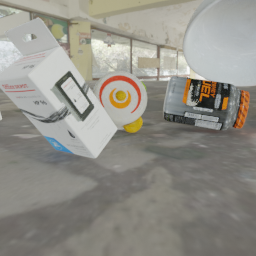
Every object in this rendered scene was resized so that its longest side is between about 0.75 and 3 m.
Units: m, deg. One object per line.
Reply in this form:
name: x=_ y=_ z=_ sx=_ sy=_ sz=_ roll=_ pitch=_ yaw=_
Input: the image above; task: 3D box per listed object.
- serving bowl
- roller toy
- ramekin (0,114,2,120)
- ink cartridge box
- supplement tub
serving bowl: x=2.590 y=-2.062 z=5.918 sx=2.810 sy=0.924 sz=2.810 roll=6 pitch=-26 yaw=3
roller toy: x=-0.224 y=-0.640 z=6.741 sx=1.294 sy=1.419 sz=0.991 roll=12 pitch=-11 yaw=-6
ramekin: x=-4.451 y=-1.455 z=7.243 sx=1.459 sy=2.992 sz=2.992 roll=-18 pitch=18 yaw=-23
ink cartridge box: x=-1.200 y=-0.501 z=4.303 sx=1.183 sy=2.039 sz=0.692 roll=4 pitch=48 yaw=44
supplement tub: x=1.829 y=-0.576 z=6.694 sx=1.835 sy=1.125 sz=1.125 roll=10 pitch=13 yaw=12
